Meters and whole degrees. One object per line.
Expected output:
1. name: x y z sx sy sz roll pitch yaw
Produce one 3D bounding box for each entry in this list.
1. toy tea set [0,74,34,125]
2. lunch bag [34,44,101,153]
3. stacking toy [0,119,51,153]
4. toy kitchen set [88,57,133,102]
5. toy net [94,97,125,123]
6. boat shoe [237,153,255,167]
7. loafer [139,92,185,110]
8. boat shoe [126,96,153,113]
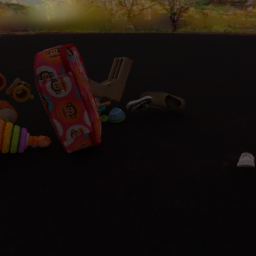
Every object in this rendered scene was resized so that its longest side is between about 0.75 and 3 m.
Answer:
1. toy tea set: -3.758 -0.913 7.563 2.425 1.442 0.897 30 10 -46
2. lunch bag: -1.466 -0.835 7.325 1.053 2.571 2.264 -16 19 1
3. stacking toy: -2.887 0.277 7.084 1.832 1.063 1.006 10 46 -22
4. toy kitchen set: -1.152 -1.978 10.109 1.799 1.623 1.468 19 -2 -33
5. toy net: -0.968 -0.573 9.479 0.990 0.365 1.888 -32 37 -27
6. boat shoe: 2.560 0.689 6.086 0.351 0.312 0.953 -2 -8 22
7. loafer: 1.218 -0.988 9.896 1.646 0.626 0.555 5 -2 6
8. boat shoe: 0.449 -0.749 9.304 1.100 0.389 0.350 -22 57 -34
